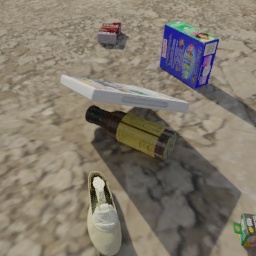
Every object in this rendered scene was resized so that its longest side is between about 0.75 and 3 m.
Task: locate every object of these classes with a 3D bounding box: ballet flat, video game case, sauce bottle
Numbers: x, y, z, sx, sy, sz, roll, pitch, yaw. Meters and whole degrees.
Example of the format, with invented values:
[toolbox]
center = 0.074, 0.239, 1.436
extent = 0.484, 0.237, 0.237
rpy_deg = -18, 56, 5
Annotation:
[ballet flat]
center = -0.538, 1.622, 5.740
extent = 0.660, 0.660, 1.900
rpy_deg = -9, 37, -11
[video game case]
center = -0.217, -0.944, 7.485
extent = 2.555, 0.332, 2.806
rpy_deg = 4, 14, -28
[sauce bottle]
center = 0.003, 0.011, 7.571
extent = 2.592, 0.839, 0.839
rpy_deg = 24, 46, 25

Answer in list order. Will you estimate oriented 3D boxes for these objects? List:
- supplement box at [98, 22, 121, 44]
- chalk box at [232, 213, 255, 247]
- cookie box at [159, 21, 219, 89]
[supplement box]
center = -0.848, -4.465, 13.090
extent = 0.836, 0.467, 1.535
rpy_deg = 5, 40, 6
[chalk box]
center = 2.449, 2.015, 5.518
extent = 0.767, 0.475, 0.478
rpy_deg = 4, 42, 6
[cookie box]
center = 2.089, -2.653, 10.019
extent = 0.753, 1.713, 2.003
rpy_deg = -21, 45, -27
